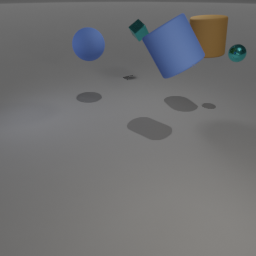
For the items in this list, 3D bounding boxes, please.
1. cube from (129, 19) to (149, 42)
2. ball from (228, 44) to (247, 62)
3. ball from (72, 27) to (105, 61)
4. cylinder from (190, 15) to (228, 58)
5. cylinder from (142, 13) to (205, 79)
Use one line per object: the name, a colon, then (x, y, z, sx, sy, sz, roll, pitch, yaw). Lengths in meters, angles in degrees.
cube: (0.583, -5.247, 15.051, 0.700, 0.700, 0.700, -39, 60, 5)
ball: (4.368, -2.987, 11.197, 0.700, 0.700, 0.700, 0, 28, 0)
ball: (-1.704, -3.617, 12.124, 1.400, 1.400, 1.400, 0, 28, 0)
cylinder: (3.085, -3.571, 10.867, 1.400, 1.400, 1.400, -3, 27, 1)
cylinder: (1.355, -2.426, 8.375, 1.400, 1.400, 1.400, -30, 13, 8)
